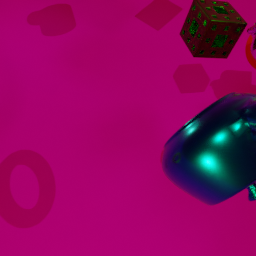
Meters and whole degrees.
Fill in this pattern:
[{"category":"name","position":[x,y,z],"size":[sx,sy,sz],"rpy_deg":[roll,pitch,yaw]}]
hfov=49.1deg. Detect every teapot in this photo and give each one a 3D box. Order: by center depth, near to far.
[{"category":"teapot","position":[1.074,0.267,2.921],"size":[1.301,2.093,1.025],"rpy_deg":[-29,74,-27]}]

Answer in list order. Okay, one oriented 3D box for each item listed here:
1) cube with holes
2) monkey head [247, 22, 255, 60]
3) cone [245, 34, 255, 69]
[{"category":"cube with holes","position":[1.543,-1.833,5.198],"size":[0.748,0.748,0.748],"rpy_deg":[-3,52,-19]},{"category":"monkey head","position":[2.530,-1.523,4.636],"size":[0.974,1.354,0.816],"rpy_deg":[-37,105,3]},{"category":"cone","position":[3.200,-1.769,5.999],"size":[1.013,1.013,1.017],"rpy_deg":[39,41,22]}]
